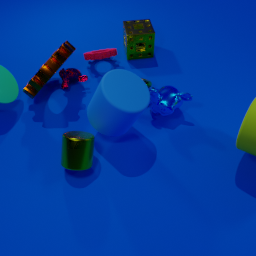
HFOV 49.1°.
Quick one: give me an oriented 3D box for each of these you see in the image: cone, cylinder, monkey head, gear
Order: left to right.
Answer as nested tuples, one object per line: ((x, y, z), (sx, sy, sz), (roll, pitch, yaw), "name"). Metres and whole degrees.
((-4.259, -1.053, 8.373), (1.343, 1.338, 1.338), (-27, 45, 28), "cone")
((-2.381, -1.764, 8.496), (0.370, 2.003, 2.003), (41, 53, -18), "gear")
((-1.887, -1.591, 9.164), (1.080, 0.651, 0.777), (8, 88, 26), "monkey head")
((-1.274, 0.558, 7.101), (0.808, 0.808, 0.808), (6, 14, -1), "cylinder")
((-0.960, -2.582, 9.799), (1.143, 0.211, 1.143), (-8, 21, 3), "gear")
((-0.274, -0.622, 7.282), (1.302, 1.302, 1.302), (12, 57, -19), "cylinder")
((1.065, -0.946, 8.264), (1.559, 1.121, 0.939), (19, 62, 45), "monkey head")
((3.489, 0.105, 6.565), (1.397, 1.397, 1.397), (24, 55, 29), "cylinder")

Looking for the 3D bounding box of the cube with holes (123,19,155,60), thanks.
((0.373, -3.201, 10.127), (0.990, 0.990, 0.990), (-7, 49, -5), "cube with holes")

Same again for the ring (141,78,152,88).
((0.176, -1.490, 8.880), (1.194, 0.239, 1.194), (11, 14, -3), "ring")
